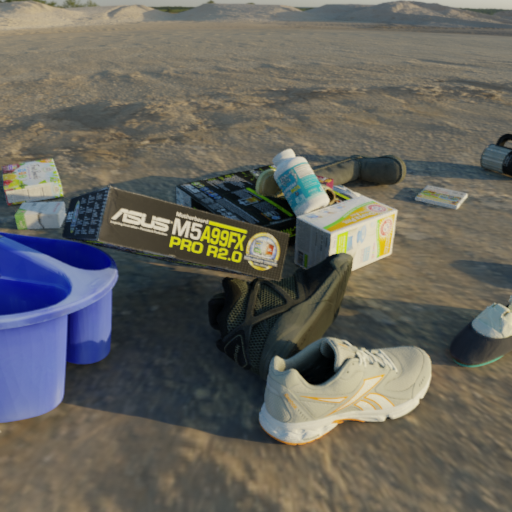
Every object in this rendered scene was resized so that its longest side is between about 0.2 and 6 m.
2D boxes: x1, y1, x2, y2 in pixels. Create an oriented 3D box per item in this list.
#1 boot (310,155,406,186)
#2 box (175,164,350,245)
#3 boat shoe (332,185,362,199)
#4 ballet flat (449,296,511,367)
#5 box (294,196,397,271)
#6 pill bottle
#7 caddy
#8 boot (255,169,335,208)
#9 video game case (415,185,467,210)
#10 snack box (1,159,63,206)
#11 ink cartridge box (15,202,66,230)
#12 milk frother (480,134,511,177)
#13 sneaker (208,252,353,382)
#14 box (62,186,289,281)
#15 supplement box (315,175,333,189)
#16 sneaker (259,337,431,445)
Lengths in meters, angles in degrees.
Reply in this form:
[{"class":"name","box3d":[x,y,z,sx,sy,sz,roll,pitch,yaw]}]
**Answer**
[{"class":"boot","box3d":[2.369,-2.132,14.741,2.431,0.882,2.210,-13,16,-36]},{"class":"box","box3d":[0.153,-1.201,13.178,3.096,0.762,3.206,-15,31,-30]},{"class":"boat shoe","box3d":[2.294,-1.292,13.469,0.671,0.681,1.921,-14,25,-19]},{"class":"ballet flat","box3d":[4.007,1.044,8.983,2.292,0.837,0.837,-16,32,-26]},{"class":"box","box3d":[1.816,-0.398,11.321,1.926,1.083,0.976,-19,34,-33]},{"class":"pill bottle","box3d":[0.855,-1.482,11.409,0.751,0.751,1.355,-22,77,-35]},{"class":"caddy","box3d":[-3.998,0.613,8.025,4.093,2.149,2.894,6,21,13]},{"class":"boot","box3d":[0.854,-1.387,11.914,1.258,0.586,1.627,25,17,31]},{"class":"video game case","box3d":[4.758,-1.511,14.391,1.071,0.123,0.974,18,33,28]},{"class":"snack box","box3d":[-5.953,-1.987,14.846,1.369,0.510,1.925,-12,31,-21]},{"class":"ink cartridge box","box3d":[-4.993,-0.942,13.023,0.967,0.408,0.706,-1,30,-4]},{"class":"milk frother","box3d":[7.360,-2.722,16.024,1.290,1.164,1.213,34,1,-44]},{"class":"sneaker","box3d":[0.403,0.668,9.201,1.833,1.223,3.200,22,40,23]},{"class":"box","box3d":[-1.468,-0.321,9.040,2.737,0.756,3.417,14,-4,-25]},{"class":"supplement box","box3d":[1.375,-1.618,12.847,0.667,0.344,0.436,16,29,24]},{"class":"sneaker","box3d":[1.319,1.582,7.525,2.660,1.223,1.007,-13,32,-24]}]
